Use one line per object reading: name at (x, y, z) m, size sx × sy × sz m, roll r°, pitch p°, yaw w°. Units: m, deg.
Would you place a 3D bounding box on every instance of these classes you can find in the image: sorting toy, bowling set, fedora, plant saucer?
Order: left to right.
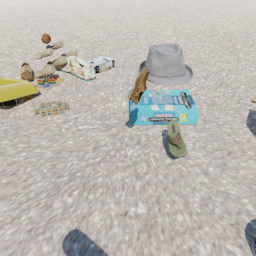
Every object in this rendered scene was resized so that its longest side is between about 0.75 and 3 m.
plant saucer at (-5.074, -1.591, 11.130) m, size 2.185 × 0.530 × 2.186 m, roll 10°, pitch 21°, yaw 25°
sorting toy at (-3.620, -2.090, 12.695) m, size 0.802 × 0.281 × 1.663 m, roll 20°, pitch 38°, yaw 27°
bowling set at (-3.734, -3.625, 13.407) m, size 1.312 × 1.701 × 2.443 m, roll -7°, pitch 29°, yaw 36°
fedora at (1.859, -3.299, 13.582) m, size 2.618 × 1.336 × 2.960 m, roll -3°, pitch 33°, yaw -4°

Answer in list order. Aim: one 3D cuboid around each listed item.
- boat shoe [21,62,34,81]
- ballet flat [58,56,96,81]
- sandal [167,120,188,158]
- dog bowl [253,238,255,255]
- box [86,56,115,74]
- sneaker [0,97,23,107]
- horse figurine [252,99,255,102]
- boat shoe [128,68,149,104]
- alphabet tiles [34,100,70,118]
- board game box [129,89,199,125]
boat shoe at (-4.868, -2.696, 13.351) m, size 0.587 × 0.573 × 1.551 m, roll -14°, pitch 35°, yaw -20°
ballet flat at (-2.507, -3.046, 13.652) m, size 2.644 × 0.845 × 1.000 m, roll 25°, pitch 39°, yaw 34°
sandal at (1.321, 0.282, 7.935) m, size 0.492 × 0.354 × 1.240 m, roll -22°, pitch 56°, yaw 17°
dog bowl at (3.136, 2.451, 5.563) m, size 1.146 × 0.451 × 1.146 m, roll 0°, pitch 33°, yaw 0°
box at (-1.471, -3.221, 14.280) m, size 0.853 × 0.440 × 1.462 m, roll 28°, pitch 42°, yaw 35°
sneaker at (-5.134, -1.341, 11.160) m, size 2.023 × 0.784 × 0.806 m, roll 4°, pitch 25°, yaw 6°
horse figurine at (5.346, -1.000, 11.065) m, size 0.551 × 0.207 × 0.831 m, roll -17°, pitch 41°, yaw -4°
boat shoe at (0.328, -0.986, 6.704) m, size 0.307 × 0.903 × 0.325 m, roll 42°, pitch 38°, yaw 22°
alphabet tiles at (-2.956, -0.754, 10.861) m, size 1.345 × 0.043 × 1.119 m, roll -10°, pitch 35°, yaw -15°
board game box at (1.242, -0.803, 10.447) m, size 2.394 × 0.562 × 1.808 m, roll 0°, pitch 33°, yaw 0°
